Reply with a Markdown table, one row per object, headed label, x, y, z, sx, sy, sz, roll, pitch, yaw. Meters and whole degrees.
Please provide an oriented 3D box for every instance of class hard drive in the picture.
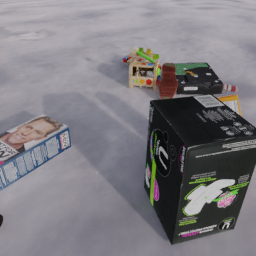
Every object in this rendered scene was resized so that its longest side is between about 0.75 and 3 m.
| label | x | y | z | sx | sy | sz | roll | pitch | yaw |
| --- | --- | --- | --- | --- | --- | --- | --- | --- | --- |
| hard drive | 3.096 | -2.387 | 13.268 | 2.031 | 0.550 | 2.907 | -1 | 33 | -1 |

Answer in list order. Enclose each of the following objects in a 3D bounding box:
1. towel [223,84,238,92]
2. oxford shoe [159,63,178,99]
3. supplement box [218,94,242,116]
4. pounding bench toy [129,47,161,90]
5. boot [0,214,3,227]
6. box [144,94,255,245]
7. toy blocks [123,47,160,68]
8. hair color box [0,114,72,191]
| label | x | y | z | sx | sy | sz | roll | pitch | yaw |
| --- | --- | --- | --- | --- | --- | --- | --- | --- | --- |
| towel | 4.607 | -1.851 | 12.858 | 0.855 | 0.097 | 0.616 | 12 | 32 | 15 |
| oxford shoe | 1.758 | -1.852 | 12.286 | 0.783 | 0.831 | 2.221 | 9 | 54 | 6 |
| supplement box | 2.577 | 0.187 | 7.154 | 0.679 | 1.973 | 0.657 | -7 | -6 | -2 |
| pounding bench toy | 0.820 | -2.768 | 12.728 | 1.382 | 1.772 | 1.101 | 6 | 33 | 10 |
| boot | -3.679 | 2.247 | 6.021 | 1.410 | 0.483 | 1.327 | 4 | 33 | 8 |
| box | 1.434 | 0.851 | 6.200 | 1.618 | 2.603 | 1.933 | -7 | 32 | -15 |
| toy blocks | 0.511 | -3.549 | 14.920 | 1.944 | 0.971 | 1.329 | 19 | 47 | 36 |
| hair color box | -3.148 | 0.635 | 8.237 | 1.365 | 0.826 | 2.730 | 23 | 39 | 31 |
